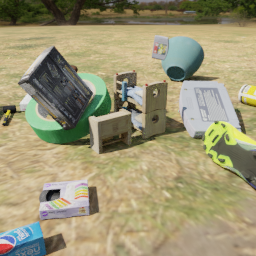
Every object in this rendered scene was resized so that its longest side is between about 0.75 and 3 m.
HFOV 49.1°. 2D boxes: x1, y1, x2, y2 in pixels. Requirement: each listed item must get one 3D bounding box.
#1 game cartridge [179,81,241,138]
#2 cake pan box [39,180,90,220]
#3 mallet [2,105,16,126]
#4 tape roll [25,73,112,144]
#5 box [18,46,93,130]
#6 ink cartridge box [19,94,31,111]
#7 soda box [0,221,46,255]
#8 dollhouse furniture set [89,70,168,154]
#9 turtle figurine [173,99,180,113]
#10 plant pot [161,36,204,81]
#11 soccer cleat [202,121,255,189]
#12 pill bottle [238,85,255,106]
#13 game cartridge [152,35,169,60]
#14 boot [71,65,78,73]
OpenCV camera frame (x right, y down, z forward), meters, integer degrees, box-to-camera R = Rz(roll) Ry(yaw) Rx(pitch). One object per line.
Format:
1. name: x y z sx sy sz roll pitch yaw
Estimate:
1. game cartridge: 2.328 -0.597 8.370 1.526 0.476 2.292 -2 45 3
2. cake pan box: -1.173 1.308 5.201 0.901 0.236 0.829 -3 22 -7
3. mallet: -3.949 -0.400 9.006 0.427 0.267 1.298 -2 28 -5
4. tape roll: -1.673 -0.632 7.948 2.379 0.572 2.379 -10 45 10
5. box: -1.627 -0.930 6.641 0.383 1.587 1.257 -12 43 35
6. ink cartridge box: -2.987 -1.009 10.215 1.520 0.329 1.493 0 24 -5
7. soda box: -1.782 1.757 4.019 1.100 0.373 0.353 -12 27 -25
8. dollhouse furniture set: -0.257 -0.568 7.728 2.213 1.551 1.559 -16 29 -32
9. turtle figurine: 2.041 -0.671 9.269 1.029 0.518 0.770 -5 -13 15
10. plant pot: 2.416 -3.020 13.090 2.034 2.034 1.370 10 57 20
11. soccer cleat: 2.638 0.664 6.173 1.196 0.925 2.860 24 12 -21
12. pill bottle: 4.644 -1.094 9.945 0.692 0.692 1.211 -18 30 -34
13. game cartridge: 1.171 -2.849 10.012 0.557 0.836 0.171 12 36 8
14. boot: -3.183 -2.368 12.856 1.742 0.600 1.869 -15 22 -2
